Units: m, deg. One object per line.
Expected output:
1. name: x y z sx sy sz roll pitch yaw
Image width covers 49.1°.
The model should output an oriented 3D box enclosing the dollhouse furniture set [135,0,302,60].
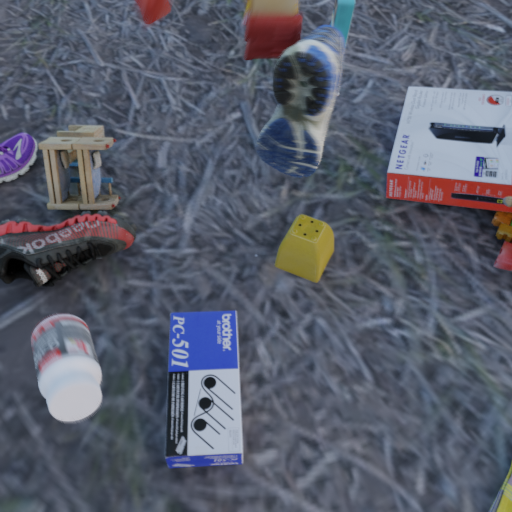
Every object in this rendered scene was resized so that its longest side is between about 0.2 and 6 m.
1. dollhouse furniture set: -0.644 -3.763 8.123 2.600 1.057 1.399 1 80 -3

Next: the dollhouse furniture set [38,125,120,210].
1. dollhouse furniture set: -3.181 -1.740 10.757 1.221 1.228 1.742 1 23 0

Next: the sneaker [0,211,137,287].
1. sneaker: -3.255 -0.056 9.434 2.483 0.878 1.213 -6 52 -2

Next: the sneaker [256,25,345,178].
1. sneaker: 0.803 -2.257 8.528 1.066 2.767 1.179 28 62 4

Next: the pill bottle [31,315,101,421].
1. pill bottle: -1.460 0.853 4.335 0.460 0.460 0.793 -21 38 -15

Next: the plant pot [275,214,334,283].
1. plant pot: 0.854 -0.211 9.571 0.824 0.849 0.830 21 56 15

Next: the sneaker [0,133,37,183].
1. sneaker: -5.153 -1.819 10.799 0.813 0.841 2.015 35 60 23

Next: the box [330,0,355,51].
1. box: 1.466 -4.051 9.710 0.289 1.175 0.483 4 63 0

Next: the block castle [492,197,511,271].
1. block castle: 4.904 -0.975 9.621 1.188 1.692 2.532 24 55 21

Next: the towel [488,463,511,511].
1. towel: 4.024 3.414 7.216 1.830 0.208 1.314 32 58 22

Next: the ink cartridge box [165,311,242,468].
1. ink cartridge box: -0.759 1.885 8.197 1.049 0.493 2.231 -2 53 -3

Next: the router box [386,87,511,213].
1. router box: 4.017 -2.153 10.921 2.508 0.683 2.795 9 52 17
